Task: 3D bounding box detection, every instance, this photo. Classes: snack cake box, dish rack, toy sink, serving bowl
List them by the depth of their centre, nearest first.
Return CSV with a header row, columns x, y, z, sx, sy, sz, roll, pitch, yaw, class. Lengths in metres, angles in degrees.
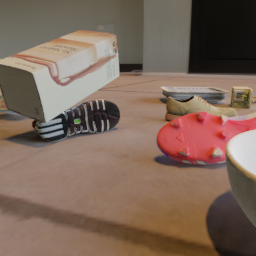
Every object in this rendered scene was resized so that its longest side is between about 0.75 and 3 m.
x,y,z,sx,sy,sz,roll,pitch,yaw,class
2.381,0.742,2.586,2.881,0.947,2.881,0,13,0,serving bowl
-3.810,-0.783,9.147,1.538,0.517,0.885,-1,-2,34,snack cake box
4.549,-1.244,11.345,0.658,0.766,1.175,3,15,12,toy sink
2.952,-1.529,12.898,2.774,0.604,2.381,-1,13,-2,dish rack

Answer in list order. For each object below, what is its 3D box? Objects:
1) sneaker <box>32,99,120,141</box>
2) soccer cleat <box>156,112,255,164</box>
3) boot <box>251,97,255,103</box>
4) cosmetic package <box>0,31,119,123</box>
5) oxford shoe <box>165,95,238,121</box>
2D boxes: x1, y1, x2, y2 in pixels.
x,y,z,sx,sy,sz,roll,pitch,yaw,class
-1.408,-0.301,7.272,2.261,0.855,1.306,-11,15,-36,sneaker
1.990,0.198,5.401,2.986,0.996,1.142,-10,-23,-7,soccer cleat
5.562,-1.211,12.256,0.816,0.308,0.932,-6,6,40,boot
-1.557,-1.398,6.796,1.422,1.200,2.750,17,39,28,cosmetic package
2.222,-0.585,8.477,2.163,0.798,0.766,1,13,6,oxford shoe
